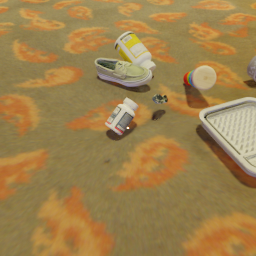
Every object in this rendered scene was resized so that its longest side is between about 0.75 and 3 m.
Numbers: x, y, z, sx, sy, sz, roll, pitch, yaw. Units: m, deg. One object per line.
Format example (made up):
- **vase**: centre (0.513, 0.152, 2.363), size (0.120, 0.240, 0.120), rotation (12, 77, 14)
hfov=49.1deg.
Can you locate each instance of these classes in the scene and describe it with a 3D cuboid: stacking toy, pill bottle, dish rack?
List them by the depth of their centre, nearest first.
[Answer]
- **dish rack**: centre (3.358, 0.217, 7.538), size (2.197, 0.557, 2.560), rotation (-16, 45, -16)
- **pill bottle**: centre (-0.149, -0.336, 7.896), size (0.577, 0.577, 0.966), rotation (35, 89, 33)
- **stacking toy**: centre (2.268, -1.637, 9.249), size (0.744, 0.744, 1.743), rotation (-2, 10, -3)
- **pill bottle**: centre (0.288, -2.675, 10.297), size (0.895, 0.895, 1.598), rotation (-32, 79, -31)

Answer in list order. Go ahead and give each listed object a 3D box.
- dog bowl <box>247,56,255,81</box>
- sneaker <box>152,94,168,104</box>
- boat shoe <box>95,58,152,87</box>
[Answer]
- **dog bowl**: centre (4.881, -2.112, 9.671), size (1.407, 1.407, 0.412), rotation (-6, 52, -6)
- **sneaker**: centre (0.899, -0.818, 8.371), size (0.326, 0.294, 0.756), rotation (-17, -8, 34)
- **boat shoe**: centre (-0.238, -1.977, 9.756), size (2.195, 0.681, 0.790), rotation (11, 66, 27)
